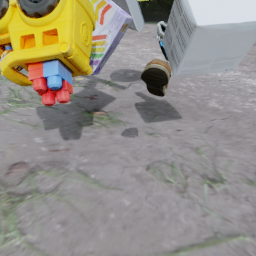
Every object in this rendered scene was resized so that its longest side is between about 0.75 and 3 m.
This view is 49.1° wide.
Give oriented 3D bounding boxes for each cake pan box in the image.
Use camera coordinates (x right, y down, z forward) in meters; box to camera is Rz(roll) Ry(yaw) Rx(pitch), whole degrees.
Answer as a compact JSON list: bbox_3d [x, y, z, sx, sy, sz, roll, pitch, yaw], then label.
[{"bbox_3d":[-0.958,-2.326,6.600,1.568,1.703,0.445,44,29,8],"label":"cake pan box"}]

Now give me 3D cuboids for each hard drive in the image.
[{"bbox_3d":[-0.936,-3.891,8.001,2.851,1.881,0.380,30,74,32],"label":"hard drive"}]

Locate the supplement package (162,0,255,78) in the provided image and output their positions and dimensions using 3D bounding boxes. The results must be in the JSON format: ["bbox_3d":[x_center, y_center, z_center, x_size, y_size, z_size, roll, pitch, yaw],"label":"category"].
[{"bbox_3d":[1.542,-1.838,5.291,1.359,1.421,1.045,-8,66,-11],"label":"supplement package"}]

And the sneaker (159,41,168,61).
[{"bbox_3d":[1.518,-3.492,10.835,0.692,0.774,1.890,-21,51,19],"label":"sneaker"}]

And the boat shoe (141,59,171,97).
[{"bbox_3d":[0.478,-0.887,4.506,0.440,0.416,1.224,18,-8,6],"label":"boat shoe"}]

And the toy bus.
[{"bbox_3d":[-1.659,-1.371,5.075,2.064,1.981,1.401,-5,-11,13],"label":"toy bus"}]

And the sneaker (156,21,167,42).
[{"bbox_3d":[1.149,-2.284,7.188,0.441,0.476,1.174,-42,70,-10],"label":"sneaker"}]
